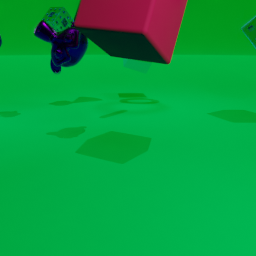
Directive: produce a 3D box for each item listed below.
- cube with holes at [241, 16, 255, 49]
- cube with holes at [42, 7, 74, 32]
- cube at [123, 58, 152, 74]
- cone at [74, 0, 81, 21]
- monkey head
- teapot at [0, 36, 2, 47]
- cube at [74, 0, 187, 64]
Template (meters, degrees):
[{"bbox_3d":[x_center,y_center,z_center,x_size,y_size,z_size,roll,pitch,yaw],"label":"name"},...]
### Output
[{"bbox_3d":[4.391,-2.643,8.093,1.311,1.311,1.311,-38,-30,30],"label":"cube with holes"},{"bbox_3d":[-2.485,-3.744,9.920,0.711,0.711,0.711,15,-21,33],"label":"cube with holes"},{"bbox_3d":[0.503,-3.390,12.763,1.148,1.148,1.148,13,45,-18],"label":"cube"},{"bbox_3d":[-1.717,-3.875,10.448,1.461,1.461,1.466,16,58,44],"label":"cone"},{"bbox_3d":[-1.485,-1.938,6.323,1.105,1.535,0.925,34,14,-9],"label":"monkey head"},{"bbox_3d":[-4.032,-2.647,8.143,0.531,1.084,0.674,-28,45,-31],"label":"teapot"},{"bbox_3d":[0.112,-2.020,4.846,1.321,1.321,1.321,15,-2,25],"label":"cube"}]
